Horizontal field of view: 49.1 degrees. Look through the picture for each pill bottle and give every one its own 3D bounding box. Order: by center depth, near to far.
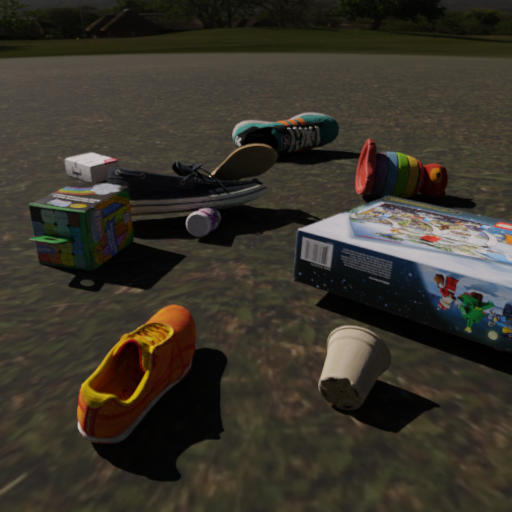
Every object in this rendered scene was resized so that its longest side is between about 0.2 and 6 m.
[{"bbox_3d":[-0.951,-0.654,10.435,0.460,0.460,0.820,6,16,14],"label":"pill bottle"}]

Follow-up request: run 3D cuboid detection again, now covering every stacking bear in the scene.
[{"bbox_3d":[3.228,-1.730,12.215,1.914,1.162,1.089,8,-13,-2],"label":"stacking bear"}]

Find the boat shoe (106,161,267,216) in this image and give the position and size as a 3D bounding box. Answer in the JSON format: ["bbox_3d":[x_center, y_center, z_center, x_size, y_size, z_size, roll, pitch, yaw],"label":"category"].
[{"bbox_3d":[-1.356,-1.372,11.023,3.276,1.020,1.222,-5,0,-14],"label":"boat shoe"}]

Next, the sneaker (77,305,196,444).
[{"bbox_3d":[-1.158,1.108,6.120,0.776,0.821,2.128,19,30,6],"label":"sneaker"}]

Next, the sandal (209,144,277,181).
[{"bbox_3d":[-0.304,-1.943,11.621,1.956,0.717,0.644,-28,30,39],"label":"sandal"}]

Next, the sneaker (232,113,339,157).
[{"bbox_3d":[0.893,-3.255,15.593,3.047,1.087,1.217,-7,30,-4],"label":"sneaker"}]

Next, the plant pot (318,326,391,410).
[{"bbox_3d":[1.019,1.267,6.124,0.747,0.747,0.684,11,38,23],"label":"plant pot"}]

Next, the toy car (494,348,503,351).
[{"bbox_3d":[3.221,0.988,7.211,0.801,0.190,0.852,-3,22,-14],"label":"toy car"}]

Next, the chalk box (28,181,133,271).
[{"bbox_3d":[-2.976,-0.454,9.336,1.089,1.081,1.744,9,27,18],"label":"chalk box"}]

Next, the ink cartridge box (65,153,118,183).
[{"bbox_3d":[-4.043,-2.171,13.785,1.114,0.472,0.811,21,32,36],"label":"ink cartridge box"}]

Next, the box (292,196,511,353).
[{"bbox_3d":[3.164,0.194,7.862,4.392,0.828,3.000,18,24,34],"label":"box"}]
